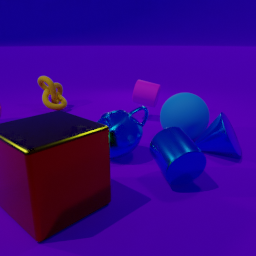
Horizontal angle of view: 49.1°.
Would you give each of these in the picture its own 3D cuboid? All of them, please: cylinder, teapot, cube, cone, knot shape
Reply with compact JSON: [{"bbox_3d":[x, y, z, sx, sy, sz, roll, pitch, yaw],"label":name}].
[{"bbox_3d":[0.619,-1.138,9.288,0.773,0.773,0.773,16,21,10],"label":"cylinder"},{"bbox_3d":[-0.360,0.098,6.426,1.936,0.948,1.204,-31,28,0],"label":"teapot"},{"bbox_3d":[-1.231,0.620,4.473,1.383,1.383,1.383,17,26,41],"label":"cube"},{"bbox_3d":[0.927,0.523,5.325,0.818,0.818,0.818,-6,36,-18],"label":"cylinder"},{"bbox_3d":[1.955,0.325,6.723,1.088,1.084,1.084,-25,6,27],"label":"cone"},{"bbox_3d":[-2.804,-1.204,10.540,0.666,1.441,1.348,-27,59,6],"label":"knot shape"}]

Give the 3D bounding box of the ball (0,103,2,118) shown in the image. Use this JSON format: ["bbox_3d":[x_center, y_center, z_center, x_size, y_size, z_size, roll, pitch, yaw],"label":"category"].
[{"bbox_3d":[-4.393,-0.534,8.226,1.262,1.262,1.262,0,18,0],"label":"ball"}]

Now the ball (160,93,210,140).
[{"bbox_3d":[1.485,-0.288,7.370,1.273,1.273,1.273,0,18,0],"label":"ball"}]
